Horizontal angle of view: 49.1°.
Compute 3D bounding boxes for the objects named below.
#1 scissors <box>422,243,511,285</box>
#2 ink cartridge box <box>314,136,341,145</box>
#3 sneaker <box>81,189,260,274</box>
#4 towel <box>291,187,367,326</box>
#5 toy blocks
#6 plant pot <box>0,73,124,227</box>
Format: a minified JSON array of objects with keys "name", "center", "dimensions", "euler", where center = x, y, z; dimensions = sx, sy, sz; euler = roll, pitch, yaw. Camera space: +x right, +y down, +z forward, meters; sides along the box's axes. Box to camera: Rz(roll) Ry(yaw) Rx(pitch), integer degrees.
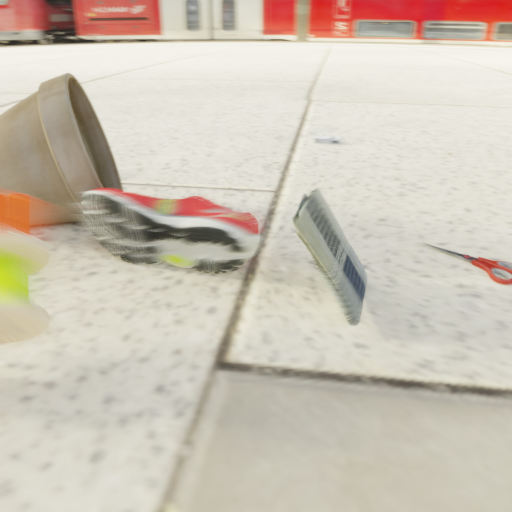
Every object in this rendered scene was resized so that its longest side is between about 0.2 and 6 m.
[{"name":"scissors","center":[3.469,0.063,8.864],"dimensions":[0.642,0.122,1.754],"euler":[-16,29,-26]},{"name":"ink cartridge box","center":[2.013,-3.284,15.746],"dimensions":[0.711,0.155,0.617],"euler":[6,27,12]},{"name":"sneaker","center":[-1.332,-0.495,8.852],"dimensions":[2.887,1.112,1.226],"euler":[15,35,10]},{"name":"towel","center":[0.981,-0.036,7.465],"dimensions":[0.282,1.633,1.572],"euler":[-26,12,23]},{"name":"toy blocks","center":[-3.309,-0.089,6.369],"dimensions":[1.989,0.866,2.386],"euler":[-21,61,11]},{"name":"plant pot","center":[-3.855,-1.573,9.911],"dimensions":[2.306,2.657,2.657],"euler":[-20,28,-3]}]
